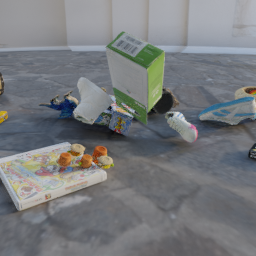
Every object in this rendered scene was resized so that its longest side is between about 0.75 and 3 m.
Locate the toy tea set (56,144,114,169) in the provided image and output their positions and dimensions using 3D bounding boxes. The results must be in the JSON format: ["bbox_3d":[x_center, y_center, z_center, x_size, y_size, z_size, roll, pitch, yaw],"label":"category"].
[{"bbox_3d":[-1.167,0.880,7.563,1.501,0.556,0.893,7,28,-15],"label":"toy tea set"}]

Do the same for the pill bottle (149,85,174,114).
[{"bbox_3d":[1.017,-1.421,12.635,1.335,1.335,2.387,-8,22,-21],"label":"pill bottle"}]

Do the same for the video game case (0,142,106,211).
[{"bbox_3d":[-2.136,1.108,7.466,2.220,0.279,2.440,-14,25,-33],"label":"video game case"}]

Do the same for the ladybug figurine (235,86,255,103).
[{"bbox_3d":[5.659,-1.122,12.324,1.861,0.986,2.742,6,22,15],"label":"ladybug figurine"}]

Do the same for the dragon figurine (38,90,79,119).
[{"bbox_3d":[-2.695,-0.820,11.907,2.431,1.209,0.716,-16,19,12],"label":"dragon figurine"}]

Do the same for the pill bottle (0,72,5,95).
[{"bbox_3d":[-8.007,-2.206,14.363,1.563,1.563,2.794,17,26,38],"label":"pill bottle"}]

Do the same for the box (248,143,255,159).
[{"bbox_3d":[4.221,0.774,8.419,0.981,0.226,0.780,15,25,34],"label":"box"}]

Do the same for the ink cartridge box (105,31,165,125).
[{"bbox_3d":[0.270,-1.455,8.847,1.484,2.859,0.848,33,67,21],"label":"ink cartridge box"}]

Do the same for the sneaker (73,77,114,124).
[{"bbox_3d":[-1.545,-0.948,9.844,1.304,0.831,2.256,-48,38,-4],"label":"sneaker"}]

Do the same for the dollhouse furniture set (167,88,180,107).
[{"bbox_3d":[2.009,-1.357,13.681,0.626,0.733,1.415,-38,17,13],"label":"dollhouse furniture set"}]

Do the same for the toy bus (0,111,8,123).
[{"bbox_3d":[-5.209,-0.388,11.309,0.289,0.347,0.887,2,21,5],"label":"toy bus"}]

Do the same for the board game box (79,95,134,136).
[{"bbox_3d":[-0.674,-0.604,10.756,2.365,0.729,2.364,10,22,-14],"label":"board game box"}]

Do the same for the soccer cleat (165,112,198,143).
[{"bbox_3d":[1.764,-0.040,9.596,0.741,0.600,1.717,9,25,-18],"label":"soccer cleat"}]

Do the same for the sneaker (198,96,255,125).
[{"bbox_3d":[3.934,-0.548,11.150,2.223,0.898,0.851,-12,16,27],"label":"sneaker"}]

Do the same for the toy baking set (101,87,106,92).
[{"bbox_3d":[-1.937,-2.236,16.411,1.176,0.178,1.532,-5,21,-14],"label":"toy baking set"}]
